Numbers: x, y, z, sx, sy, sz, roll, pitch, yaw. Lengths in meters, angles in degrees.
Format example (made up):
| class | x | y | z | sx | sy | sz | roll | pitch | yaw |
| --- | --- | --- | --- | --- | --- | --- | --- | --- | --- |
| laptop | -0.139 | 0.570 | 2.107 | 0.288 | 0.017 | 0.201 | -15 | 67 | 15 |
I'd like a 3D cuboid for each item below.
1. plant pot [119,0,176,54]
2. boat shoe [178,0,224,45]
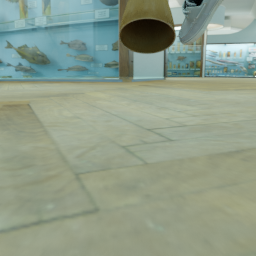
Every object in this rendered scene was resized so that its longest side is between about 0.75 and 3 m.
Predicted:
| class | x | y | z | sx | sy | sz | roll | pitch | yaw |
| --- | --- | --- | --- | --- | --- | --- | --- | --- | --- |
| plant pot | 0.672 | -3.867 | 9.396 | 1.863 | 1.999 | 1.863 | 3 | -17 | 1 |
| boat shoe | 2.064 | -3.623 | 8.198 | 0.927 | 2.602 | 0.908 | 7 | 51 | -24 |
